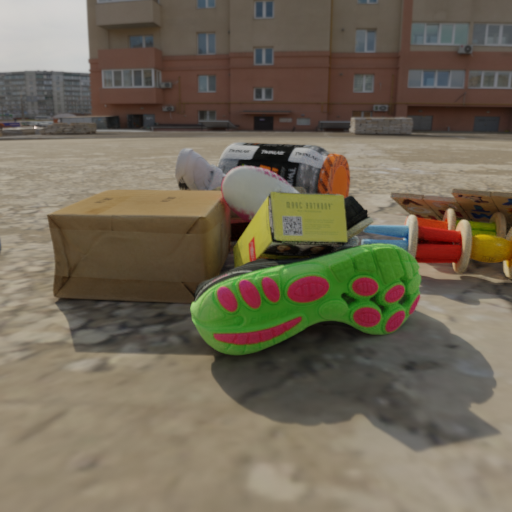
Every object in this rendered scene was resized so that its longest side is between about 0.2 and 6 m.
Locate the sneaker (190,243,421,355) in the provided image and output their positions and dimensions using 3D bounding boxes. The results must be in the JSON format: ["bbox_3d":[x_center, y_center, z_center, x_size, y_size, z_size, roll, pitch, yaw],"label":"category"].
[{"bbox_3d":[0.683,0.377,6.955,3.151,1.209,1.320,-3,14,-22],"label":"sneaker"}]

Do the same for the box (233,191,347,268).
[{"bbox_3d":[0.347,-0.148,7.657,0.955,0.636,2.538,1,-14,-14],"label":"box"}]

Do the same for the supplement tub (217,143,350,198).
[{"bbox_3d":[0.663,-1.837,13.812,2.999,1.838,1.838,7,17,29],"label":"supplement tub"}]

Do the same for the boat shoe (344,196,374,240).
[{"bbox_3d":[1.087,-0.299,8.926,0.668,0.572,1.826,-27,-11,-42],"label":"boat shoe"}]

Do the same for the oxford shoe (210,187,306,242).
[{"bbox_3d":[-0.564,-0.952,11.128,3.258,1.218,1.148,7,-20,4],"label":"oxford shoe"}]

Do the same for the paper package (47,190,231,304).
[{"bbox_3d":[-1.739,-0.265,9.052,2.417,1.312,2.536,1,16,4],"label":"paper package"}]

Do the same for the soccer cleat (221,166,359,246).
[{"bbox_3d":[0.693,-0.728,9.562,2.776,0.970,1.199,27,-7,-38],"label":"soccer cleat"}]

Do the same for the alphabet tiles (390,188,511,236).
[{"bbox_3d":[4.727,-0.751,10.700,3.923,0.148,3.279,9,-5,32],"label":"alphabet tiles"}]

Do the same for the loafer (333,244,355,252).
[{"bbox_3d":[1.428,0.182,8.487,0.683,0.738,1.962,3,15,27],"label":"loafer"}]

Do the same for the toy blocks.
[{"bbox_3d":[3.093,-0.328,9.767,2.497,0.907,2.081,6,15,7],"label":"toy blocks"}]

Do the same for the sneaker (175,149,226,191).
[{"bbox_3d":[-0.663,-1.486,11.889,1.437,0.939,2.500,4,-20,20],"label":"sneaker"}]
